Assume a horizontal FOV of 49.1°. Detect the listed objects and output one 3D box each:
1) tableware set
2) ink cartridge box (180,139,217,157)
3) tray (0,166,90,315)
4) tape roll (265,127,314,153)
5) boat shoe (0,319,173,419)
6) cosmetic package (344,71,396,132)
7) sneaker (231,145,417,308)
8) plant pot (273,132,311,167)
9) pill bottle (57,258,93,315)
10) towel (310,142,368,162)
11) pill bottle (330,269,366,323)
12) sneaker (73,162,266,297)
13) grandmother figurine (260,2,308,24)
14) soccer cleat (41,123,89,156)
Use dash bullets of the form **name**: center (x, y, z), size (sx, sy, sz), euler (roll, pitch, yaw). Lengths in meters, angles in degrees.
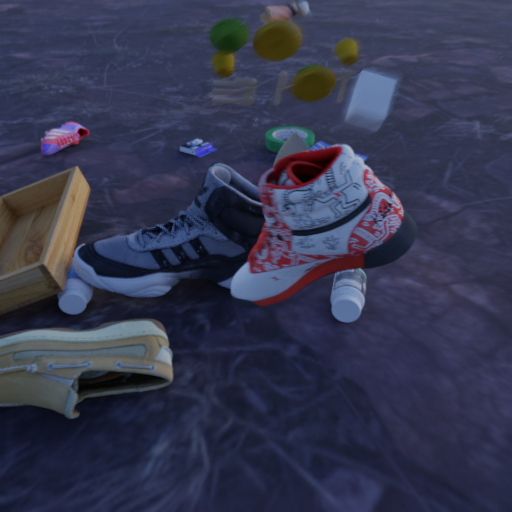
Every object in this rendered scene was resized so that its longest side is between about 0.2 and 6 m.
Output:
- **tableware set**: center (0.565, -4.029, 11.514), size (3.104, 2.091, 0.476), euler (-3, 59, -10)
- **ink cartridge box**: center (-1.540, -2.885, 14.962), size (0.725, 0.157, 0.718), euler (23, 38, 29)
- **tray**: center (-4.097, -0.309, 10.015), size (1.774, 0.666, 3.596), euler (-20, 34, 4)
- **tape roll**: center (0.912, -3.145, 15.217), size (1.324, 0.318, 1.324), euler (0, 32, 0)
- **boat shoe**: center (-2.515, 1.578, 7.261), size (2.894, 1.037, 1.102), euler (-11, 49, -15)
- **cosmetic package**: center (1.944, -2.643, 9.596), size (0.612, 0.735, 0.615), euler (17, -7, 2)
- **sneaker**: center (0.341, -0.323, 6.370), size (2.632, 1.410, 0.879), euler (-22, 31, 42)
- **plant pot**: center (0.937, -1.809, 12.315), size (1.014, 1.510, 1.510), euler (-39, 34, 9)
- **pill bottle**: center (-2.979, 0.497, 9.265), size (0.552, 0.552, 1.015), euler (-4, 32, -7)
- **towel**: center (1.617, -2.367, 14.060), size (1.529, 0.252, 2.112), euler (25, 40, 33)
- **pill bottle**: center (1.494, 0.617, 9.088), size (0.538, 0.538, 0.952), euler (7, 33, 11)
- **sneaker**: center (-1.169, -0.498, 9.198), size (3.563, 2.027, 1.344), euler (0, 32, -14)
- **grandmother figurine**: center (0.598, -4.681, 10.724), size (0.976, 0.296, 0.592), euler (-23, 12, -26)
- **soccer cleat**: center (-5.143, -3.138, 15.027), size (0.659, 0.575, 1.723), euler (14, 33, 6)
